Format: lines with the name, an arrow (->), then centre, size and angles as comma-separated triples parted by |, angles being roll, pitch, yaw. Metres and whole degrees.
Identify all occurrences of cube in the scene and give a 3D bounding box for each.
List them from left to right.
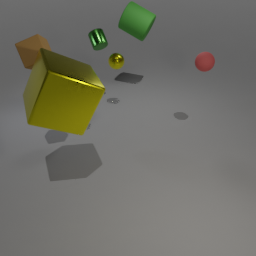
cube -> -2.539, -2.069, 7.748 | 0.700, 0.700, 0.700 | -22, 4, 5
cube -> -1.615, -0.868, 6.855 | 1.400, 1.400, 1.400 | 14, 28, -33

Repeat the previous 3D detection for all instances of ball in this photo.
ball -> -0.501, -2.874, 12.057 | 0.700, 0.700, 0.700 | 0, 31, 0
ball -> 2.772, -2.389, 10.108 | 0.700, 0.700, 0.700 | 0, 31, 0

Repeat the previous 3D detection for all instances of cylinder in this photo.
cylinder -> -1.319, -3.899, 12.360 | 0.700, 0.700, 0.700 | -21, -6, -2
cylinder -> 0.447, -5.237, 13.783 | 1.400, 1.400, 1.400 | 30, 34, 0
